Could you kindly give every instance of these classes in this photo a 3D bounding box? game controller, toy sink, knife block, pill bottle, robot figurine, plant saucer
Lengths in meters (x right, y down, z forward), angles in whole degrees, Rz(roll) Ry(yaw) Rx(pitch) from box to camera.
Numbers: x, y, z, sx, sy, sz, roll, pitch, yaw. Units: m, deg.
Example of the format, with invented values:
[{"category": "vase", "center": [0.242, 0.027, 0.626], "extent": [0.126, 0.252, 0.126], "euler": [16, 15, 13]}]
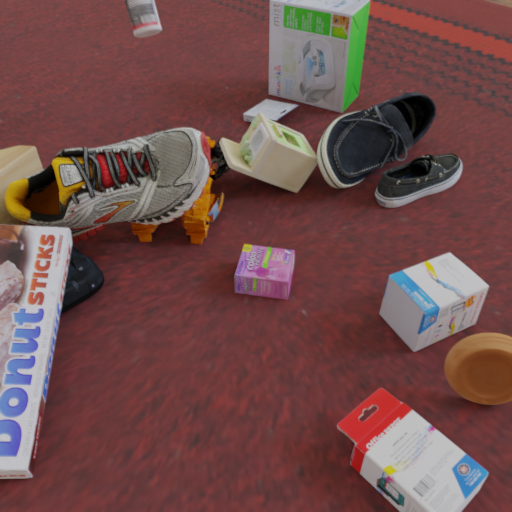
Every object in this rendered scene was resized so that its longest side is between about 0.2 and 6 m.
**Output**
[{"category": "game controller", "center": [-3.658, 0.704, 7.795], "extent": [2.969, 0.625, 1.549], "euler": [-32, 37, -31]}, {"category": "toy sink", "center": [0.229, -1.885, 9.899], "extent": [1.456, 0.816, 0.949], "euler": [16, 33, -30]}, {"category": "knife block", "center": [-4.475, -0.129, 7.788], "extent": [3.636, 1.163, 3.191], "euler": [-21, 37, -22]}, {"category": "pill bottle", "center": [-2.154, -4.663, 10.501], "extent": [0.542, 0.979, 0.542], "euler": [-13, 11, 3]}, {"category": "robot figurine", "center": [-1.311, -1.270, 9.746], "extent": [1.810, 0.727, 2.497], "euler": [3, 43, 4]}, {"category": "plant saucer", "center": [2.753, 1.375, 6.605], "extent": [1.003, 1.003, 0.188], "euler": [9, 28, 10]}]

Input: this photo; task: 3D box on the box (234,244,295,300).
[{"category": "box", "center": [0.136, 0.229, 8.339], "extent": [0.795, 0.384, 0.699], "euler": [7, 43, 8]}]

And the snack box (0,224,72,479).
[{"category": "snack box", "center": [-3.089, 1.003, 6.874], "extent": [1.177, 0.398, 3.275], "euler": [3, 54, -10]}]

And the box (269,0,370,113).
[{"category": "box", "center": [1.321, -4.517, 12.260], "extent": [1.905, 2.158, 1.044], "euler": [21, 47, 21]}]

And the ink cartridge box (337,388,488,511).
[{"category": "ink cartridge box", "center": [1.626, 2.206, 6.084], "extent": [0.823, 0.476, 1.416], "euler": [-30, 50, -29]}]

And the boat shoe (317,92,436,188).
[{"category": "boat shoe", "center": [2.279, -2.253, 10.376], "extent": [3.238, 1.208, 1.008], "euler": [-35, 13, -36]}]

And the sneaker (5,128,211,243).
[{"category": "sneaker", "center": [-2.157, -1.002, 8.155], "extent": [3.288, 1.351, 1.280], "euler": [-19, 76, 17]}]

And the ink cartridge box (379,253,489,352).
[{"category": "ink cartridge box", "center": [2.398, 0.611, 7.605], "extent": [1.090, 0.802, 0.788], "euler": [-19, 46, -20]}]

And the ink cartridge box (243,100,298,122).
[{"category": "ink cartridge box", "center": [0.323, -3.080, 12.081], "extent": [0.888, 0.192, 0.872], "euler": [22, 45, 31]}]

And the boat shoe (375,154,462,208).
[{"category": "boat shoe", "center": [3.003, -1.478, 10.076], "extent": [2.055, 0.582, 0.705], "euler": [-26, 48, -26]}]
